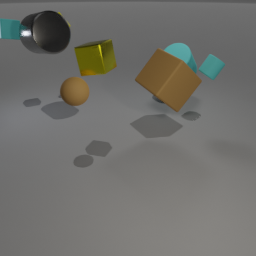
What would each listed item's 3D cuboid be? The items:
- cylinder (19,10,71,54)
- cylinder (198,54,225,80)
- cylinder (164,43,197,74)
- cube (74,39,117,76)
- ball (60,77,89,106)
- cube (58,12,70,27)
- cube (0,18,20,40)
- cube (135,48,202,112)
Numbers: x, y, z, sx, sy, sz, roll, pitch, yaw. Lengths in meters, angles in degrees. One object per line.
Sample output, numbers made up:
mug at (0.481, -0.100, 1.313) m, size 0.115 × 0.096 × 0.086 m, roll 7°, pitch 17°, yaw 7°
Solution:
cylinder at (-2.954, -3.346, 9.913) m, size 1.400 × 1.400 × 1.400 m, roll -20°, pitch 25°, yaw -33°
cylinder at (3.110, -2.257, 10.411) m, size 0.700 × 0.700 × 0.700 m, roll 32°, pitch 16°, yaw -10°
cylinder at (2.373, -2.966, 13.002) m, size 1.400 × 1.400 × 1.400 m, roll 17°, pitch -9°, yaw 30°
cube at (-0.776, -1.721, 6.851) m, size 0.700 × 0.700 × 0.700 m, roll 0°, pitch 26°, yaw 24°
ball at (-1.283, -0.880, 6.762) m, size 0.700 × 0.700 × 0.700 m, roll 0°, pitch 28°, yaw 0°
cube at (-2.953, -4.234, 11.604) m, size 0.700 × 0.700 × 0.700 m, roll -30°, pitch 24°, yaw 27°
cube at (-4.558, -3.782, 10.698) m, size 0.700 × 0.700 × 0.700 m, roll -8°, pitch 24°, yaw -33°
cube at (1.401, -1.665, 9.801) m, size 1.400 × 1.400 × 1.400 m, roll 29°, pitch 11°, yaw -44°
